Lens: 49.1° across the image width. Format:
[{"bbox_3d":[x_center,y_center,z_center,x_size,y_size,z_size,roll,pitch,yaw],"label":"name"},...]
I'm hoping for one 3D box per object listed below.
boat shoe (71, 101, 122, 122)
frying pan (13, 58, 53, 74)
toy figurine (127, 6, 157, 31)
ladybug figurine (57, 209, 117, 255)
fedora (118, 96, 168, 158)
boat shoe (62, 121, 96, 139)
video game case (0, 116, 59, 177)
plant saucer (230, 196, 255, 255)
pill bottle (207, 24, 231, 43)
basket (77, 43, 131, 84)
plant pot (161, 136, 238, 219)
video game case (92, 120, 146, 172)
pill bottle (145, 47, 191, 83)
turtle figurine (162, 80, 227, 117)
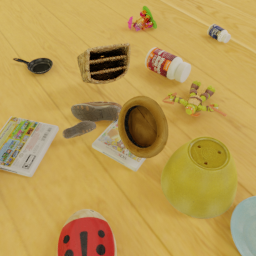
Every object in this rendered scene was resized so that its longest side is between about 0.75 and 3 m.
[{"bbox_3d":[-1.291,-0.735,11.835,2.229,0.844,0.800,5,29,11],"label":"boat shoe"},{"bbox_3d":[-4.828,-3.098,14.127,2.099,0.342,1.270,-4,48,-1],"label":"frying pan"},{"bbox_3d":[0.717,-6.223,16.613,1.431,1.167,1.555,-31,79,-8],"label":"toy figurine"},{"bbox_3d":[-1.194,3.458,8.018,1.731,0.917,2.550,-9,50,-8],"label":"ladybug figurine"},{"bbox_3d":[0.632,-0.054,9.605,2.139,2.139,0.872,38,24,28],"label":"fedora"},{"bbox_3d":[-1.857,0.063,10.833,1.332,0.478,0.505,-15,83,5],"label":"boat shoe"},{"bbox_3d":[-4.183,0.640,10.918,2.164,0.272,2.378,12,51,10],"label":"video game case"},{"bbox_3d":[4.337,3.301,8.447,2.563,0.493,2.563,1,49,-1],"label":"plant saucer"},{"bbox_3d":[5.158,-5.311,15.812,0.686,0.686,1.234,-28,55,-22],"label":"pill bottle"},{"bbox_3d":[-0.908,-2.586,11.651,1.992,1.422,1.484,-15,7,-27],"label":"basket"},{"bbox_3d":[2.461,1.368,9.226,2.608,1.851,2.608,0,50,0],"label":"plant pot"},{"bbox_3d":[0.059,0.411,11.114,2.054,0.258,2.257,27,54,21],"label":"video game case"},{"bbox_3d":[1.926,-3.030,13.539,2.046,1.121,1.121,32,56,26],"label":"pill bottle"},{"bbox_3d":[3.029,-1.119,12.035,2.719,0.876,2.193,14,41,26],"label":"turtle figurine"}]
